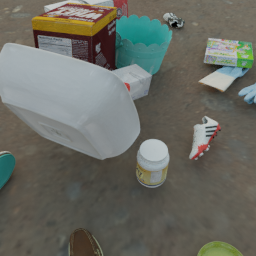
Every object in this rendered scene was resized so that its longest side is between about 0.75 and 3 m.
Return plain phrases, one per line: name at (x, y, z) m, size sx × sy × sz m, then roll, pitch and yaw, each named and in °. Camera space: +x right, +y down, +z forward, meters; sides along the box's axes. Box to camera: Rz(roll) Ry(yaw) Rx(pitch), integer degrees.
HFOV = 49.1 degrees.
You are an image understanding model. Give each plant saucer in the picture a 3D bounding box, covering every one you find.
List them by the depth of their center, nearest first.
plant saucer at (1.963, 2.939, 5.851) m, size 1.078 × 0.167 × 1.078 m, roll 0°, pitch 46°, yaw 1°

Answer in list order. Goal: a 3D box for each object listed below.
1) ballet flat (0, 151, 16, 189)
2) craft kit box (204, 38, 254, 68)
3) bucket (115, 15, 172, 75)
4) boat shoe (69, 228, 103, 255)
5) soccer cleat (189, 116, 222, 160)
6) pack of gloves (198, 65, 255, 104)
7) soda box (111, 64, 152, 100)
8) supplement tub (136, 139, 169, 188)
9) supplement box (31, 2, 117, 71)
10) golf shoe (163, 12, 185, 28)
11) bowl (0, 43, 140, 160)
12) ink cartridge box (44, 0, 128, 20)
ballet flat at (-3.761, 1.556, 6.817) m, size 0.882 × 0.882 × 2.540 m, roll 11°, pitch 48°, yaw 11°
craft kit box at (4.033, -3.041, 11.258) m, size 1.786 × 0.433 × 1.764 m, roll 10°, pitch 43°, yaw 13°
bucket at (0.434, -3.093, 10.553) m, size 2.237 × 1.455 × 2.237 m, roll 7°, pitch 46°, yaw -7°
boat shoe at (-0.772, 2.795, 5.621) m, size 0.689 × 0.690 × 1.865 m, roll -17°, pitch 48°, yaw -16°
soccer cleat at (2.058, 0.269, 7.940) m, size 0.674 × 0.543 × 1.582 m, roll 41°, pitch 58°, yaw 8°
pack of gloves at (4.231, -1.619, 10.158) m, size 2.303 × 0.541 × 2.742 m, roll 27°, pitch 46°, yaw 33°
soda box at (-0.427, -1.087, 7.861) m, size 2.266 × 0.719 × 0.773 m, roll -24°, pitch 52°, yaw -32°
supplement tub at (0.619, 0.903, 7.136) m, size 0.810 × 1.122 × 0.810 m, roll 0°, pitch 46°, yaw 0°
supplement box at (-1.514, -2.354, 8.934) m, size 1.707 × 2.571 × 2.536 m, roll 10°, pitch 35°, yaw 9°
golf shoe at (2.105, -5.154, 13.411) m, size 1.225 × 0.476 × 0.579 m, roll 33°, pitch 55°, yaw 29°
bowl at (-1.304, -0.325, 6.102) m, size 2.888 × 2.892 × 1.080 m, roll 19°, pitch 71°, yaw 18°
ink cartridge box at (-1.515, -3.897, 10.987) m, size 2.949 × 2.164 × 1.222 m, roll -25°, pitch 47°, yaw -23°
